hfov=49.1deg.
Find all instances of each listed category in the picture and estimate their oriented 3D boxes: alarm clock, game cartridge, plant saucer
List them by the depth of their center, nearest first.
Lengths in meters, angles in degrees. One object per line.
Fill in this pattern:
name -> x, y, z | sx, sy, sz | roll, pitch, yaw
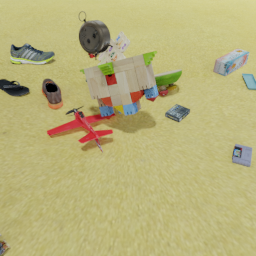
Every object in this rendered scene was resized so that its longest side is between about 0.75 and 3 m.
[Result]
game cartridge -> 3.715, 0.867, 9.106 | 0.573, 0.170, 0.884 | 17, 40, 15
alarm clock -> -1.357, -3.498, 10.340 | 1.188, 1.761, 0.586 | -28, 0, 38
plant saucer -> 5.742, -2.174, 13.153 | 0.516, 0.140, 1.477 | 4, 36, 6

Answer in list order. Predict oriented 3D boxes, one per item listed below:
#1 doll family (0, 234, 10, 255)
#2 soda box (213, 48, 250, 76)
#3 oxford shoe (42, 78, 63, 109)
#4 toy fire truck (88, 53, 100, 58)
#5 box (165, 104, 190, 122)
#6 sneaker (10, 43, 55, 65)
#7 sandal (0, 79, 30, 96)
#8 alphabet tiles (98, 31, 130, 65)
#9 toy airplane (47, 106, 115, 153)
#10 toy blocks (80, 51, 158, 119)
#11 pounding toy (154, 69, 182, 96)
doll family -> -3.518, 2.598, 6.498 | 1.534, 0.602, 0.886 | 24, 47, 36
soda box -> 5.284, -3.371, 14.273 | 2.162, 0.687, 0.739 | -30, 46, -32
oxford shoe -> -3.244, -1.703, 11.956 | 0.792, 0.807, 2.225 | -16, 40, -20
toy fire truck -> -1.820, -4.113, 15.630 | 0.698, 0.241, 0.989 | -11, 38, -15
box -> 1.947, -0.594, 10.983 | 0.652, 0.211, 0.827 | 27, 45, 30
sneaker -> -5.097, -3.948, 14.799 | 2.393, 0.969, 0.884 | -2, 37, -3
sandal -> -5.251, -1.875, 12.507 | 1.960, 0.420, 0.745 | 19, 41, 24
alphabet tiles -> -0.678, -2.832, 11.424 | 0.159, 2.137, 2.185 | 24, 25, -34
toy airplane -> -1.522, -0.069, 10.048 | 2.719, 0.500, 2.719 | 0, 37, 0
toy blocks -> -0.168, -1.334, 9.682 | 2.920, 1.996, 1.459 | -8, 15, 23
pounding toy -> 1.637, -1.989, 12.499 | 1.528, 0.918, 1.979 | -15, 12, -7
